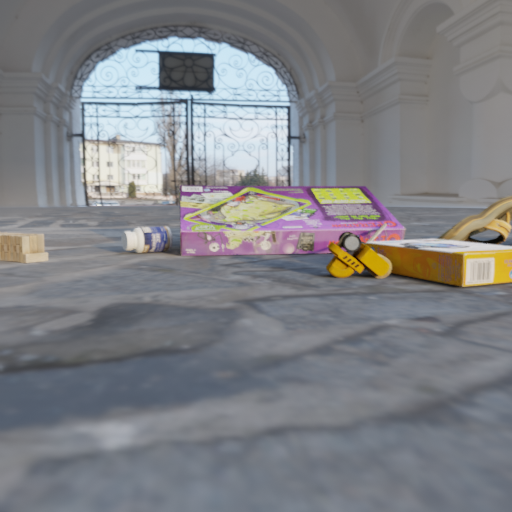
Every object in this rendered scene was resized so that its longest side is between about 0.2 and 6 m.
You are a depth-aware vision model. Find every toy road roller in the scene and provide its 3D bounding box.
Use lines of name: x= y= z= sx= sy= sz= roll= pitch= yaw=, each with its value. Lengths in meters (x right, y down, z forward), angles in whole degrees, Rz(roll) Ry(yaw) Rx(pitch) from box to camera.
toy road roller: x=1.514 y=0.113 z=8.628 sx=0.972 sy=0.709 sz=0.597 roll=37 pitch=6 yaw=-3

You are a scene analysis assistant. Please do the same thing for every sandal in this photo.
sandal: x=4.989 y=-0.526 z=12.213 sx=2.904 sy=0.784 sz=1.166 roll=-21 pitch=-21 yaw=-35

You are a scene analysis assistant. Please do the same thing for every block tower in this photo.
block tower: x=-4.847 y=-0.189 z=10.857 sx=1.874 sy=0.542 sz=0.506 roll=5 pitch=9 yaw=31

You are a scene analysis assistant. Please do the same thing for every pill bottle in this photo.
pill bottle: x=-2.314 y=-0.336 z=11.860 sx=0.973 sy=0.540 sz=0.540 roll=-4 pitch=8 yaw=-31

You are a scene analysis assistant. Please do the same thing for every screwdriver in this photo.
screwdriver: x=2.182 y=-0.233 z=10.616 sx=0.370 sy=0.385 sz=2.649 roll=-38 pitch=-7 yaw=31

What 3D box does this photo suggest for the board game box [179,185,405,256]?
board game box: x=0.623 y=-0.884 z=12.733 sx=4.711 sy=0.761 sz=2.827 roll=-1 pitch=22 yaw=-7

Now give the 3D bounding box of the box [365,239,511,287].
box: x=2.937 y=0.048 z=8.967 sx=1.530 sy=0.533 sz=2.570 roll=-3 pitch=5 yaw=-24
